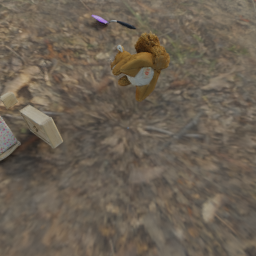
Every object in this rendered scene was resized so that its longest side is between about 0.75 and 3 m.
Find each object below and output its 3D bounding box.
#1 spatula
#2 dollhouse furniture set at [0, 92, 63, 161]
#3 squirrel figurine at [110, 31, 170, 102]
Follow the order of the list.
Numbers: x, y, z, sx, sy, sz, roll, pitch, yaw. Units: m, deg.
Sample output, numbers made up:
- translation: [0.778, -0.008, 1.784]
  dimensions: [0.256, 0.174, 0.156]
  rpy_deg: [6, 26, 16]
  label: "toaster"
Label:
- translation: [-0.477, -3.566, 9.462]
  dimensions: [1.826, 0.188, 0.516]
  rpy_deg: [24, 23, 29]
  label: "spatula"
- translation: [-2.851, 0.351, 5.910]
  dimensions: [1.093, 1.279, 2.468]
  rpy_deg: [26, 54, 39]
  label: "dollhouse furniture set"
- translation: [0.263, -1.727, 7.323]
  dimensions: [1.550, 1.097, 1.447]
  rpy_deg: [-41, 38, 0]
  label: "squirrel figurine"
